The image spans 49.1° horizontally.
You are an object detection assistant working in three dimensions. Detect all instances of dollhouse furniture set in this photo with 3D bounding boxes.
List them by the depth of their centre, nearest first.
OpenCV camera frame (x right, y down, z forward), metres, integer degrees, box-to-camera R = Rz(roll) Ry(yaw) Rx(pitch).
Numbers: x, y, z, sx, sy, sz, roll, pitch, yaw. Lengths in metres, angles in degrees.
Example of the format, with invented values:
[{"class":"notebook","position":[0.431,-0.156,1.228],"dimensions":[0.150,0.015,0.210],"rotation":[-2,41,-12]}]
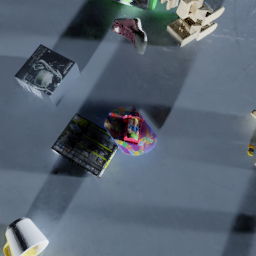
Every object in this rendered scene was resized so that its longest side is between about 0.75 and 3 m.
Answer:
[{"class":"dollhouse furniture set","position":[2.757,-4.892,11.609],"dimensions":[1.722,2.646,2.431],"rotation":[-35,74,-12]}]

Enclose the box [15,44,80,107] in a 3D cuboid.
[{"class":"box","position":[-3.247,-2.137,11.469],"dimensions":[1.763,1.112,1.794],"rotation":[29,73,8]}]

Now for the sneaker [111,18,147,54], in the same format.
[{"class":"sneaker","position":[-0.032,-3.923,11.814],"dimensions":[1.319,0.864,2.283],"rotation":[3,45,-17]}]

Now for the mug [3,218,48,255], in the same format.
[{"class":"mug","position":[-3.608,3.778,9.395],"dimensions":[1.446,1.158,1.187],"rotation":[-34,66,-18]}]

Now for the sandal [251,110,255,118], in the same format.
[{"class":"sandal","position":[5.506,0.290,10.942],"dimensions":[0.725,0.808,2.203],"rotation":[-47,67,17]}]

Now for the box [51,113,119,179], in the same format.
[{"class":"box","position":[-1.569,0.668,10.796],"dimensions":[2.155,0.477,1.726],"rotation":[29,72,9]}]

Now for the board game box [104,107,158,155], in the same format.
[{"class":"board game box","position":[0.162,-0.014,10.776],"dimensions":[1.724,0.425,2.182],"rotation":[-28,71,-30]}]

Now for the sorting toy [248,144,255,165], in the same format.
[{"class":"sorting toy","position":[5.206,1.082,10.817],"dimensions":[1.179,0.158,0.878],"rotation":[20,72,7]}]

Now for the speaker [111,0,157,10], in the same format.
[{"class":"speaker","position":[-0.066,-6.315,12.880],"dimensions":[2.850,1.261,1.261],"rotation":[18,71,6]}]
